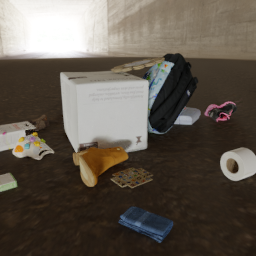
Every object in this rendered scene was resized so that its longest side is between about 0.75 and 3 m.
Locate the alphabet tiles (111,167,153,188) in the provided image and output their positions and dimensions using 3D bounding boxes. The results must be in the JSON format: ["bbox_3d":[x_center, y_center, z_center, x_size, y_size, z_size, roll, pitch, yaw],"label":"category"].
[{"bbox_3d":[0.111,1.289,7.351,1.034,0.033,0.860,-13,23,-35],"label":"alphabet tiles"}]

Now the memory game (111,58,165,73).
[{"bbox_3d":[0.332,-2.243,9.967,1.940,0.124,1.940,-11,19,4],"label":"memory game"}]

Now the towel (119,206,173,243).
[{"bbox_3d":[0.349,1.826,5.405,0.961,0.233,0.537,11,21,32],"label":"towel"}]

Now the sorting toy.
[{"bbox_3d":[-2.855,0.642,8.787,0.941,0.558,1.045,30,29,21],"label":"sorting toy"}]

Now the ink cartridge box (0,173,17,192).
[{"bbox_3d":[-3.203,1.364,6.867,0.786,0.189,0.572,-13,22,-34],"label":"ink cartridge box"}]

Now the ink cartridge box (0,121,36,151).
[{"bbox_3d":[-4.101,0.295,9.434,1.779,0.604,1.024,-13,22,-34],"label":"ink cartridge box"}]

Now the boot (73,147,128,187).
[{"bbox_3d":[-0.625,0.889,7.499,1.394,0.685,1.948,-9,15,-20],"label":"boot"}]

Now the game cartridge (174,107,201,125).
[{"bbox_3d":[1.877,-0.637,12.584,2.404,0.491,1.600,9,25,27],"label":"game cartridge"}]

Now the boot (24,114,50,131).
[{"bbox_3d":[-3.716,-0.219,11.319,0.915,0.440,1.252,-11,19,-22],"label":"boot"}]

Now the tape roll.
[{"bbox_3d":[2.872,0.931,7.261,0.530,0.772,0.772,-11,21,-29],"label":"tape roll"}]

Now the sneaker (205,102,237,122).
[{"bbox_3d":[4.311,-0.648,12.497,1.827,0.722,0.872,-12,43,-29],"label":"sneaker"}]

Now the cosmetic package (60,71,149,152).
[{"bbox_3d":[-0.900,-0.647,9.554,2.304,2.306,2.795,-7,20,-21],"label":"cosmetic package"}]

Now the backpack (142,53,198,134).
[{"bbox_3d":[1.257,-1.108,10.724,2.132,2.773,2.262,6,-23,34],"label":"backpack"}]
